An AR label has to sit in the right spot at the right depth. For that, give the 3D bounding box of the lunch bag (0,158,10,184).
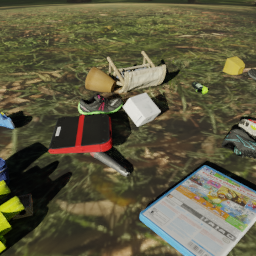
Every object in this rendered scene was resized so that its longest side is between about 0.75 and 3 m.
[{"bbox_3d":[-4.023,1.303,7.745,0.853,0.831,1.256,20,35,30],"label":"lunch bag"}]

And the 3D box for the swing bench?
[{"bbox_3d":[0.358,-2.705,14.062,2.206,1.439,2.218,-14,39,-24],"label":"swing bench"}]

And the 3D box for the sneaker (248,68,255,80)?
[{"bbox_3d":[7.497,-2.879,14.748,0.846,0.946,2.311,-24,37,-34],"label":"sneaker"}]

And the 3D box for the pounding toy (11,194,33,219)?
[{"bbox_3d":[-2.775,2.059,6.937,0.771,0.353,0.678,-9,32,-15],"label":"pounding toy"}]

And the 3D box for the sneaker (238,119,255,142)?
[{"bbox_3d":[4.790,0.214,9.681,0.893,0.809,2.102,-6,31,-19],"label":"sneaker"}]

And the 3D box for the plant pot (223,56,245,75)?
[{"bbox_3d":[6.098,-3.466,15.924,0.827,0.833,0.852,-19,45,-29],"label":"plant pot"}]

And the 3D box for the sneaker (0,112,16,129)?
[{"bbox_3d":[-4.774,-0.194,10.761,1.290,0.425,0.506,27,51,38],"label":"sneaker"}]

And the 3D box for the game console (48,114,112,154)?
[{"bbox_3d":[-1.552,0.168,9.578,1.986,0.349,2.246,-6,29,-2],"label":"game console"}]

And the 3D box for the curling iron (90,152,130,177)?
[{"bbox_3d":[-0.903,0.743,9.156,0.713,0.368,2.877,-22,36,-32],"label":"curling iron"}]

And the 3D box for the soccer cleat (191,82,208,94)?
[{"bbox_3d":[3.457,-1.976,13.822,0.444,0.370,1.096,-29,39,-17],"label":"soccer cleat"}]

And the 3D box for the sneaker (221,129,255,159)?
[{"bbox_3d":[3.954,0.746,8.993,0.796,0.757,2.009,-32,35,-21],"label":"sneaker"}]

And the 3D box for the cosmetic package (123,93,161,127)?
[{"bbox_3d":[0.532,-0.723,10.863,1.003,0.618,1.006,-23,72,-43],"label":"cosmetic package"}]

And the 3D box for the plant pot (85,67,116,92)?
[{"bbox_3d":[-1.269,-2.217,13.653,1.235,1.151,1.151,24,36,10],"label":"plant pot"}]

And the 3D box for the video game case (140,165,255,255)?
[{"bbox_3d":[1.982,2.048,7.065,2.819,0.251,2.017,-26,38,-36],"label":"video game case"}]

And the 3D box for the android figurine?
[{"bbox_3d":[-3.652,2.234,6.246,2.257,0.509,2.479,28,52,37],"label":"android figurine"}]

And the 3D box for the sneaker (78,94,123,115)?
[{"bbox_3d":[-1.117,-1.028,11.734,1.916,0.803,0.735,-10,32,-16],"label":"sneaker"}]
